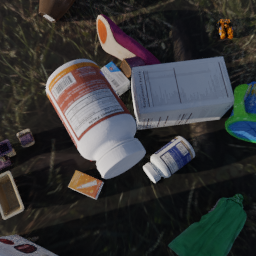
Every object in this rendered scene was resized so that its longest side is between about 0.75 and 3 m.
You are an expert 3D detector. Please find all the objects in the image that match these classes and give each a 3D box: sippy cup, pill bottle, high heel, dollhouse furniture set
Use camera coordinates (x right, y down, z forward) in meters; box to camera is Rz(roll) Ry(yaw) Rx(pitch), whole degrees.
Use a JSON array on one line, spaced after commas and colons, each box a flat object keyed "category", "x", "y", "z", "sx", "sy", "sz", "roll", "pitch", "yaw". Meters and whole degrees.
[{"category": "sippy cup", "x": 3.950, "y": -0.531, "z": 8.604, "sx": 1.616, "sy": 2.057, "sz": 1.508, "roll": 14, "pitch": 70, "yaw": 16}, {"category": "pill bottle", "x": 1.244, "y": 0.996, "z": 8.648, "sx": 1.513, "sy": 0.839, "sz": 0.839, "roll": -35, "pitch": 76, "yaw": -11}, {"category": "pill bottle", "x": -0.832, "y": -0.239, "z": 7.444, "sx": 1.663, "sy": 1.663, "sz": 2.965, "roll": -30, "pitch": 71, "yaw": -9}, {"category": "high heel", "x": -0.036, "y": -3.001, "z": 10.090, "sx": 1.420, "sy": 0.996, "sz": 2.954, "roll": -17, "pitch": 69, "yaw": -31}, {"category": "dollhouse furniture set", "x": -3.469, "y": 1.251, "z": 8.140, "sx": 1.841, "sy": 1.649, "sz": 2.323, "roll": -26, "pitch": 74, "yaw": -8}]

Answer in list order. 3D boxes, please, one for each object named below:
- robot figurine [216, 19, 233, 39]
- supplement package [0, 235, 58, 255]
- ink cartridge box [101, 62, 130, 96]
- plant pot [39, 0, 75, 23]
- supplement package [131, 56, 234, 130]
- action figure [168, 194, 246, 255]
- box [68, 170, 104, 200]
[{"category": "robot figurine", "x": 3.656, "y": -3.731, "z": 10.476, "sx": 0.613, "sy": 0.246, "sz": 0.846, "roll": -2, "pitch": 72, "yaw": -2}, {"category": "supplement package", "x": -2.691, "y": 3.984, "z": 6.870, "sx": 2.301, "sy": 2.407, "sz": 1.770, "roll": 24, "pitch": 74, "yaw": 7}, {"category": "ink cartridge box", "x": -0.769, "y": -1.428, "z": 9.557, "sx": 1.385, "sy": 0.584, "sz": 1.011, "roll": -37, "pitch": 76, "yaw": -11}, {"category": "plant pot", "x": -2.680, "y": -4.702, "z": 10.345, "sx": 1.344, "sy": 1.344, "sz": 1.438, "roll": 21, "pitch": 86, "yaw": 7}, {"category": "supplement package", "x": 1.597, "y": -1.061, "z": 8.926, "sx": 2.835, "sy": 1.553, "sz": 1.613, "roll": -7, "pitch": 72, "yaw": -2}, {"category": "action figure", "x": 2.577, "y": 2.934, "z": 8.096, "sx": 1.574, "sy": 0.729, "sz": 2.665, "roll": 42, "pitch": 70, "yaw": 13}, {"category": "box", "x": -1.280, "y": 1.751, "z": 8.615, "sx": 0.907, "sy": 0.442, "sz": 0.564, "roll": 21, "pitch": 73, "yaw": 7}]
